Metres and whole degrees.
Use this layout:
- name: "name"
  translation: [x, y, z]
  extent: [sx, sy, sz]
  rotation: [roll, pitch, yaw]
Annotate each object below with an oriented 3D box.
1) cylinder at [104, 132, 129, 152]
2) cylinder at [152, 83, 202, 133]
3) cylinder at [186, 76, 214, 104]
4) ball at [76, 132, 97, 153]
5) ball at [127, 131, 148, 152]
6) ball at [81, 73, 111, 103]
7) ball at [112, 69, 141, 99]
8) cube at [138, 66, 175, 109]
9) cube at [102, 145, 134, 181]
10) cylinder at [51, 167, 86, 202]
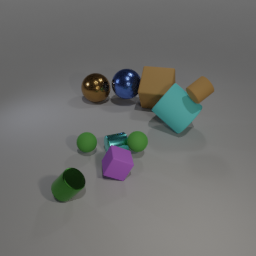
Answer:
- name: "cylinder"
  translation: [-0.405, 0.544, 9.739]
  extent: [0.700, 0.700, 0.700]
  rotation: [-11, 31, -19]
- name: "cylinder"
  translation: [1.879, -0.753, 10.798]
  extent: [1.400, 1.400, 1.400]
  rotation: [41, 38, 2]
- name: "cylinder"
  translation: [2.493, -1.317, 9.709]
  extent: [0.700, 0.700, 0.700]
  rotation: [-38, 36, -1]
- name: "ball"
  translation: [-1.409, 0.490, 9.584]
  extent: [0.700, 0.700, 0.700]
  rotation: [0, 30, 0]
- name: "ball"
  translation: [0.315, 0.449, 9.301]
  extent: [0.700, 0.700, 0.700]
  rotation: [0, 30, 0]
- name: "ball"
  translation: [-1.531, -1.915, 13.384]
  extent: [1.400, 1.400, 1.400]
  rotation: [0, 30, 0]
- name: "ball"
  translation: [-0.060, -2.036, 12.974]
  extent: [1.400, 1.400, 1.400]
  rotation: [0, 30, 0]
- name: "cube"
  translation: [1.329, -1.757, 12.553]
  extent: [1.400, 1.400, 1.400]
  rotation: [8, 68, 13]
- name: "cube"
  translation: [-0.327, 1.065, 8.558]
  extent: [0.700, 0.700, 0.700]
  rotation: [20, 27, -21]
- name: "cylinder"
  translation: [-1.640, 1.557, 7.703]
  extent: [0.700, 0.700, 0.700]
  rotation: [30, 35, -24]
